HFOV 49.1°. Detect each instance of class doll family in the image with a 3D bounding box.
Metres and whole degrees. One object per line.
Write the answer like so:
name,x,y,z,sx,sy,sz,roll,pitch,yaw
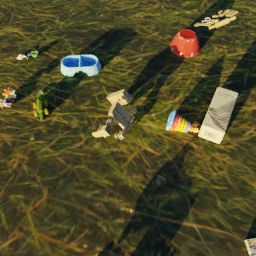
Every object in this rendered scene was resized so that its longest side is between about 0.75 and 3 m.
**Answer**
doll family,-5.365,-1.296,12.463,0.616,0.447,0.992,10,73,-1

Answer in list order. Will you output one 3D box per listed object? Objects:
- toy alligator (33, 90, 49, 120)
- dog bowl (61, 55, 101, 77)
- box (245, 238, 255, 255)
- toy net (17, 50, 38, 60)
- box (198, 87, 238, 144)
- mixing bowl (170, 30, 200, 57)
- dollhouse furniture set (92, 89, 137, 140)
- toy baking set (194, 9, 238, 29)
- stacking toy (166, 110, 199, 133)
toy alligator,-3.851,-1.109,12.257,0.581,0.421,1.752,-12,56,-9
dog bowl,-2.309,-3.075,13.616,1.970,0.488,1.098,-3,55,-2
box,4.278,3.783,8.954,0.918,0.159,0.505,-6,55,-5
toy net,-5.128,-3.764,14.270,1.092,0.211,0.573,-10,55,-7
box,3.770,-0.565,11.640,0.964,0.803,2.347,20,57,14
mixing bowl,2.989,-4.463,14.384,1.571,0.851,1.571,0,56,1
dollhouse furniture set,-0.546,-0.376,11.552,0.963,1.127,2.175,-12,43,43
toy baking set,3.257,-3.969,10.355,1.498,0.174,1.150,-22,33,12
stacking toy,2.285,-0.087,11.478,1.332,0.773,0.731,21,60,-2
